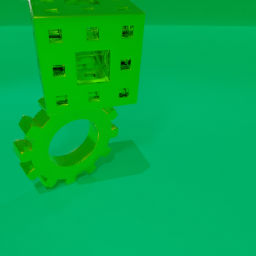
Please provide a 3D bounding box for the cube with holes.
[{"bbox_3d":[-0.579,-1.039,3.629,1.168,1.168,1.168,-9,40,-17],"label":"cube with holes"}]

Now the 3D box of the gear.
[{"bbox_3d":[-0.898,0.167,4.372,1.635,1.635,0.302,-16,41,-35],"label":"gear"}]
